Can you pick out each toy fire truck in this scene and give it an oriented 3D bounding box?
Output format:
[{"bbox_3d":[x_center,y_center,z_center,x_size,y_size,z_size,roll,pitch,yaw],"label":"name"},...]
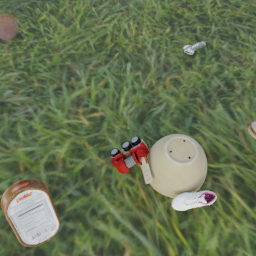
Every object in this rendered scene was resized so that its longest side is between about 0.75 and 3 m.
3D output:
[{"bbox_3d":[0.145,0.874,6.810,0.925,0.676,1.050,-30,33,8],"label":"toy fire truck"}]

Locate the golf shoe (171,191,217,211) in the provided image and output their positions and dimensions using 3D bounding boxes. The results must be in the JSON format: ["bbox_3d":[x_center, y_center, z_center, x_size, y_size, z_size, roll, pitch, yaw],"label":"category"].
[{"bbox_3d":[1.490,1.604,6.289,1.040,0.476,0.392,-13,74,-5],"label":"golf shoe"}]

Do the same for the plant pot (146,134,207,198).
[{"bbox_3d":[1.218,0.758,6.780,1.583,1.063,1.583,1,58,-1],"label":"plant pot"}]

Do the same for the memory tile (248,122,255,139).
[{"bbox_3d":[4.103,0.637,6.590,2.399,0.201,1.839,9,39,-21],"label":"memory tile"}]

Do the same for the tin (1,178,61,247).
[{"bbox_3d":[-1.868,1.706,5.536,0.902,1.611,0.337,-27,38,-25],"label":"tin"}]

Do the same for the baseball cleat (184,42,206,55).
[{"bbox_3d":[2.298,-2.713,9.610,0.754,0.263,0.402,-10,61,17],"label":"baseball cleat"}]
